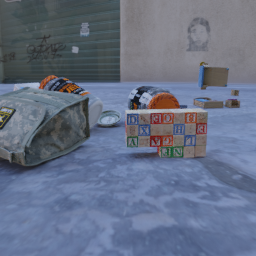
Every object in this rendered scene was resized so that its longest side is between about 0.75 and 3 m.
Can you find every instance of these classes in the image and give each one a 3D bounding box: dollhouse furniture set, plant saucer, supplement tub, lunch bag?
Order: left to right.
[{"bbox_3d":[-2.816,-0.070,7.836,2.367,1.697,2.886,11,25,23],"label":"lunch bag"},{"bbox_3d":[-2.283,-1.020,10.964,2.373,1.454,1.454,31,22,16],"label":"supplement tub"},{"bbox_3d":[-0.854,-0.371,12.011,1.186,0.298,1.186,-4,34,3],"label":"plant saucer"},{"bbox_3d":[1.072,-0.958,12.044,1.640,1.640,2.677,-3,12,-15],"label":"supplement tub"},{"bbox_3d":[5.563,-2.767,17.812,2.654,2.811,1.834,-2,13,-8],"label":"dollhouse furniture set"}]

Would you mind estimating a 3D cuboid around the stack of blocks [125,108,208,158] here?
[{"bbox_3d":[1.028,0.138,7.780,2.194,1.263,0.643,-1,12,-4],"label":"stack of blocks"}]

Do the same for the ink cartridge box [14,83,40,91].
[{"bbox_3d":[-3.480,-1.072,12.285,2.154,0.547,2.445,-13,51,-44],"label":"ink cartridge box"}]

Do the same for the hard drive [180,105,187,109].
[{"bbox_3d":[2.967,-1.138,16.201,0.888,0.279,1.317,3,12,16],"label":"hard drive"}]
